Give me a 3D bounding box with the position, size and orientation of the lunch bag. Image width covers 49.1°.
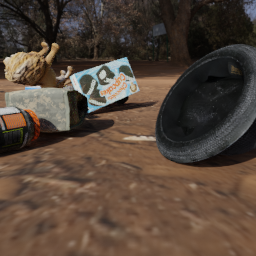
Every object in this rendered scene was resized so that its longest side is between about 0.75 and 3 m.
[{"bbox_3d":[-1.875,-0.457,6.921,1.483,1.063,1.809,-1,9,7],"label":"lunch bag"}]

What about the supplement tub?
[{"bbox_3d":[-2.386,0.049,5.190,0.824,0.824,1.345,9,14,36],"label":"supplement tub"}]

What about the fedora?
[{"bbox_3d":[1.602,-0.236,4.990,1.156,2.530,2.530,32,1,-21],"label":"fedora"}]

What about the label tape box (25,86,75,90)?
[{"bbox_3d":[-3.322,-1.636,13.430,1.790,0.786,2.482,9,15,36],"label":"label tape box"}]

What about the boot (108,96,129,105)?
[{"bbox_3d":[-1.351,-1.315,12.530,2.113,0.769,2.244,-24,19,-36],"label":"boot"}]

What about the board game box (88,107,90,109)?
[{"bbox_3d":[-1.756,-0.702,8.768,0.980,0.315,0.723,28,-8,-18],"label":"board game box"}]

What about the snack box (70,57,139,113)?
[{"bbox_3d":[-0.778,-1.591,10.218,2.397,1.393,0.445,-28,10,-34],"label":"snack box"}]

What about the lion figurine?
[{"bbox_3d":[-2.850,-1.747,9.715,1.081,1.826,2.982,18,-18,27],"label":"lion figurine"}]
